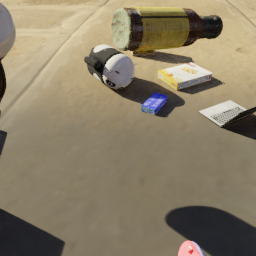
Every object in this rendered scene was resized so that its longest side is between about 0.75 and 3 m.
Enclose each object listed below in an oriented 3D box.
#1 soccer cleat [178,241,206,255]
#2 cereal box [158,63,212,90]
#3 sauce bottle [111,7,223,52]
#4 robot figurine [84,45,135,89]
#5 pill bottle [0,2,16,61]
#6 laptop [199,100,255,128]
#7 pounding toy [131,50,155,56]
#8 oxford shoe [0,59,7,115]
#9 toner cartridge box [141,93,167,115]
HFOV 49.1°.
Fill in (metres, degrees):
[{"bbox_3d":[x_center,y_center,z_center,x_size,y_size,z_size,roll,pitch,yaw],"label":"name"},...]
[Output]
[{"bbox_3d":[1.400,2.748,4.396,0.786,0.686,2.056,21,22,-25],"label":"soccer cleat"},{"bbox_3d":[2.268,-2.105,11.196,1.776,0.351,1.277,-20,40,-25],"label":"cereal box"},{"bbox_3d":[0.914,-2.034,5.754,2.548,0.824,0.824,-12,37,-30],"label":"sauce bottle"},{"bbox_3d":[-0.712,-2.331,10.684,1.658,1.377,2.206,-31,45,-21],"label":"robot figurine"},{"bbox_3d":[-2.800,-1.806,5.413,1.072,1.072,1.931,-23,14,-29],"label":"pill bottle"},{"bbox_3d":[3.358,-0.689,8.778,1.479,0.915,1.579,-18,40,-24],"label":"laptop"},{"bbox_3d":[0.375,-4.229,13.099,1.764,1.550,0.807,-4,36,-6],"label":"pounding toy"},{"bbox_3d":[-1.424,-0.353,2.741,0.315,0.867,0.366,12,15,7],"label":"oxford shoe"},{"bbox_3d":[0.910,-0.844,9.570,0.501,0.228,1.056,18,39,25],"label":"toner cartridge box"}]
